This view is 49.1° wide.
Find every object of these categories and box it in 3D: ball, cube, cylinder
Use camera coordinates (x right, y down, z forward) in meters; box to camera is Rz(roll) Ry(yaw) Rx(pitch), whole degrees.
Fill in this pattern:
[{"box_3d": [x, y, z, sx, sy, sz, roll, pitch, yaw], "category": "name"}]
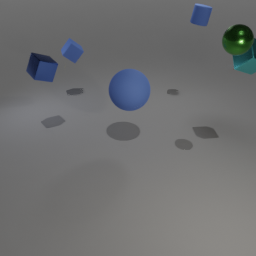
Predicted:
[{"box_3d": [2.570, -2.062, 6.563, 0.700, 0.700, 0.700, 0, 29, 0], "category": "ball"}, {"box_3d": [3.515, -2.050, 8.017, 0.700, 0.700, 0.700, 9, -20, -24], "category": "cube"}, {"box_3d": [-2.544, -3.523, 12.775, 0.700, 0.700, 0.700, 29, 21, -35], "category": "cube"}, {"box_3d": [0.052, -1.270, 9.380, 1.400, 1.400, 1.400, 0, 29, 0], "category": "ball"}, {"box_3d": [2.908, -4.498, 11.145, 0.700, 0.700, 0.700, 9, 31, -5], "category": "cylinder"}, {"box_3d": [-2.913, -2.047, 9.493, 0.700, 0.700, 0.700, 0, 33, -46], "category": "cube"}]
